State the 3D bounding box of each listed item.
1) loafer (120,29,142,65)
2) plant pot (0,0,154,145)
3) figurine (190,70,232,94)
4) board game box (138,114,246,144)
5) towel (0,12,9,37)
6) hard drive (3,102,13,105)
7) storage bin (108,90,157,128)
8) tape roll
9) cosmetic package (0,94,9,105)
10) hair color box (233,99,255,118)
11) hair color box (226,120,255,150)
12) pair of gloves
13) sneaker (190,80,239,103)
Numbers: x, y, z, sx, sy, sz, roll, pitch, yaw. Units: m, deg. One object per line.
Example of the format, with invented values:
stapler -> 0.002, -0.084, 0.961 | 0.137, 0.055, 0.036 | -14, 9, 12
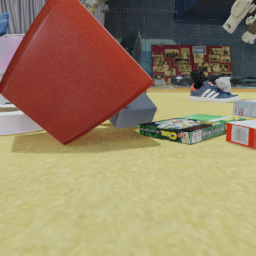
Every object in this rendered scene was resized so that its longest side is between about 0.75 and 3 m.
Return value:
loafer -> 0.125, -2.418, 9.055 | 0.693, 1.904, 0.688 | -8, -36, 32
plant pot -> -1.426, -1.113, 6.356 | 2.548, 2.248, 2.551 | 44, -5, -21
figurine -> 5.203, -2.754, 17.395 | 2.621, 1.128, 2.557 | 22, 0, 23
board game box -> 1.792, -0.056, 7.450 | 1.526, 0.342, 2.913 | 7, 12, 44
towel -> -4.455, -3.693, 9.982 | 0.484, 0.866, 0.210 | -10, -20, 27
hard drive -> -4.573, -0.860, 11.850 | 1.395, 0.329, 1.999 | -3, 11, -18
storage bin -> -0.007, -0.533, 8.389 | 1.618, 1.178, 1.087 | -6, 39, -30
tape roll -> -3.687, -0.296, 8.113 | 2.942, 0.538, 2.942 | 0, 11, 0
cosmetic package -> -5.629, -1.469, 12.896 | 0.625, 1.162, 0.493 | 3, 12, 5
hair color box -> 4.890, -0.683, 10.111 | 0.978, 0.599, 1.976 | -5, 11, -26
hair color box -> 3.007, 0.100, 6.118 | 1.492, 0.477, 0.827 | -6, 11, -22
pair of gloves -> 3.790, -3.460, 8.689 | 0.286, 1.386, 1.630 | 4, 34, -27
sneaker -> 5.116, -2.219, 16.825 | 2.987, 1.262, 1.120 | 8, 13, 34
